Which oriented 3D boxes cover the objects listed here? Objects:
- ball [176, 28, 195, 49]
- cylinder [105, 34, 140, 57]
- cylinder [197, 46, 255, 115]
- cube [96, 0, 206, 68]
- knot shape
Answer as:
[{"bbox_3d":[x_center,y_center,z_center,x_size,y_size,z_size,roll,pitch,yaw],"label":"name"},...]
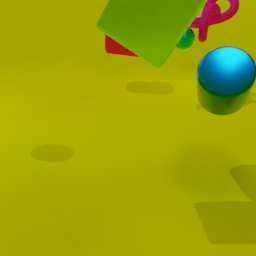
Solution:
[{"bbox_3d":[1.779,-2.881,8.958,0.707,0.707,0.707,0,30,0],"label":"ball"},{"bbox_3d":[-0.113,-3.443,10.665,1.317,1.317,1.317,8,31,4],"label":"cylinder"},{"bbox_3d":[1.860,-0.873,5.425,1.018,1.018,1.018,-4,73,13],"label":"cylinder"},{"bbox_3d":[0.264,-1.595,3.905,1.011,1.011,1.011,30,18,-13],"label":"cube"},{"bbox_3d":[2.851,-3.838,9.423,1.767,0.873,1.888,-40,18,19],"label":"knot shape"}]
